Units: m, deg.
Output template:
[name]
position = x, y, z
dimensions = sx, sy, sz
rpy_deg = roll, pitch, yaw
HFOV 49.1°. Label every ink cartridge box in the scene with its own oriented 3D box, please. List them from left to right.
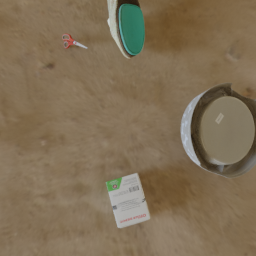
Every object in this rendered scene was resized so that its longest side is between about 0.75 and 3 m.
[ink cartridge box]
position = 0.004, 1.655, 6.449
dimensions = 0.772, 0.445, 1.058
rpy_deg = -15, 78, -2

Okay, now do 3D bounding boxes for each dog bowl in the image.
[dog bowl]
position = 2.127, 0.050, 6.335
dimensions = 2.098, 0.615, 2.098
rpy_deg = 0, 90, -22

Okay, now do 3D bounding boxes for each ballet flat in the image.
[ballet flat]
position = -0.161, -3.246, 7.548
dimensions = 0.991, 0.916, 2.938
rpy_deg = -5, 90, -36

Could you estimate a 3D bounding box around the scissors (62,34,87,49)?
[scissors]
position = -1.413, -2.288, 7.383
dimensions = 1.059, 0.074, 0.388
rpy_deg = 16, 111, 42
